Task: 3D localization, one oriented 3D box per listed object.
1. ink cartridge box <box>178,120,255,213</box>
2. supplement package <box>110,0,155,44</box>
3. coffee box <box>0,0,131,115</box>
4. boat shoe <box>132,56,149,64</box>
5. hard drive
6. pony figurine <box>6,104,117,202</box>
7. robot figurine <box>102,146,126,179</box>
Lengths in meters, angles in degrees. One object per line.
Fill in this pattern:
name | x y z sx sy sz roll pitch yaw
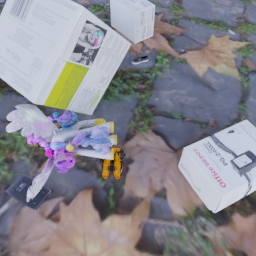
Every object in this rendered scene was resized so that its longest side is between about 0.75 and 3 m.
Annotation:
ink cartridge box | 2.924 1.018 7.980 2.382 0.993 1.730 -22 54 -17
supplement package | 0.169 -5.075 12.723 1.080 1.517 1.948 -29 56 -22
coffee box | -2.212 -2.429 8.986 2.856 2.829 2.861 35 102 25
boat shoe | 0.510 -2.874 11.744 0.751 0.213 0.258 -17 52 -14
hard drive | -2.771 1.801 7.835 1.077 0.228 0.726 24 54 19
pony figurine | -1.857 0.412 7.880 2.943 2.451 2.841 -2 13 2
robot figurine | -0.467 1.012 8.445 0.759 0.305 1.047 3 51 3
